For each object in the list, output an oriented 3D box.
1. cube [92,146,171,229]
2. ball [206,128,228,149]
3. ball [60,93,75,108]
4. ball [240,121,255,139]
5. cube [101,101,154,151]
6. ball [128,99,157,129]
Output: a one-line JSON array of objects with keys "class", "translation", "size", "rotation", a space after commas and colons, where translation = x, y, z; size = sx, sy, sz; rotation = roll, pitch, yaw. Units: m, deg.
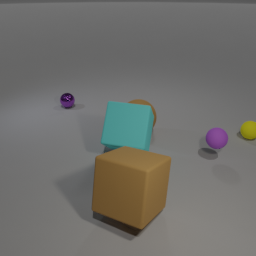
[{"class": "cube", "translation": [0.104, 1.360, 6.890], "size": [1.400, 1.400, 1.400], "rotation": [11, 12, 28]}, {"class": "ball", "translation": [2.881, 0.333, 9.085], "size": [0.700, 0.700, 0.700], "rotation": [0, 28, 0]}, {"class": "ball", "translation": [-2.882, -1.321, 13.317], "size": [0.700, 0.700, 0.700], "rotation": [0, 28, 0]}, {"class": "ball", "translation": [4.657, 0.079, 10.670], "size": [0.700, 0.700, 0.700], "rotation": [0, 28, 0]}, {"class": "cube", "translation": [0.034, 0.026, 9.319], "size": [1.400, 1.400, 1.400], "rotation": [8, -10, 11]}, {"class": "ball", "translation": [0.405, -0.417, 10.871], "size": [1.400, 1.400, 1.400], "rotation": [0, 28, 0]}]
